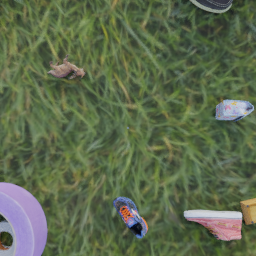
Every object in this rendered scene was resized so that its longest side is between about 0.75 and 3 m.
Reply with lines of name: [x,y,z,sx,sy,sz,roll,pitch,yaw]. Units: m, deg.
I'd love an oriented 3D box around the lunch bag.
lunch bag: [3.139,-0.490,8.250,0.893,0.757,0.568,1,83,-1]

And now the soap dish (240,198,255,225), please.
soap dish: [3.814,2.419,8.210,0.868,0.352,0.683,-13,85,0]

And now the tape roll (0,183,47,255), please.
tape roll: [-3.821,3.015,7.728,2.879,1.223,2.879,0,86,-1]

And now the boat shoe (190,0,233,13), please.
boat shoe: [2.110,-4.512,8.547,2.601,0.843,0.952,35,86,3]

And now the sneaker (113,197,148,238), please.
sneaker: [0.089,2.488,7.805,0.515,0.536,1.367,-40,94,8]

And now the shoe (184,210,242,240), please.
shoe: [2.449,2.792,8.051,1.681,0.600,0.764,3,81,-3]

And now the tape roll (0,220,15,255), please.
tape roll: [-3.538,3.229,8.146,1.042,0.344,1.042,0,84,0]

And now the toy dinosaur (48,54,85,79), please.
toy dinosaur: [-1.937,-1.730,8.528,1.105,0.474,0.749,-20,92,4]
